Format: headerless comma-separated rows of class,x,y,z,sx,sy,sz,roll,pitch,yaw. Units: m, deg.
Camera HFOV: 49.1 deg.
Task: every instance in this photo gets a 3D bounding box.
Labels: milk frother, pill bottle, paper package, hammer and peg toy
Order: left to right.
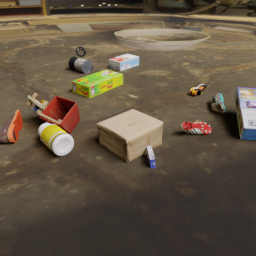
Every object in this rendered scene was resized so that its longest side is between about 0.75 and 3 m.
hammer and peg toy,-3.175,-0.711,11.062,1.697,1.248,0.598,33,86,39
pill bottle,-2.559,0.340,9.756,0.788,0.788,1.402,-22,36,-34
milk frother,-2.887,-4.341,17.768,1.331,1.415,1.277,22,32,34
paper package,0.082,0.194,9.890,1.788,0.925,1.704,-24,37,-36

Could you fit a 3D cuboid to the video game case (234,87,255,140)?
video game case,5.799,-0.518,10.926,2.892,0.657,2.622,6,44,10

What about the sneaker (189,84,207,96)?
sneaker,3.699,-1.899,14.374,1.152,0.403,0.518,-21,44,-28

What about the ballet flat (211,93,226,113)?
ballet flat,4.075,-1.055,12.716,0.611,0.611,1.700,6,29,10

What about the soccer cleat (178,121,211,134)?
soccer cleat,2.562,0.017,10.722,1.335,0.458,0.569,6,-19,-22

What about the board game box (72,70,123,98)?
board game box,-1.587,-2.419,15.024,1.325,0.621,2.608,21,35,33

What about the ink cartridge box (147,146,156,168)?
ink cartridge box,0.750,0.933,9.093,0.169,0.358,0.762,-9,30,-1

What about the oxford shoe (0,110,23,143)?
oxford shoe,-4.537,-0.117,10.729,0.732,0.718,2.018,-8,29,-4

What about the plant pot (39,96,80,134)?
plant pot,-2.483,-0.404,10.684,1.099,0.969,1.098,19,62,28

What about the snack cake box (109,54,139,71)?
snack cake box,-0.248,-4.371,18.614,1.080,0.631,1.878,25,37,35
